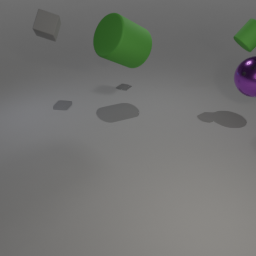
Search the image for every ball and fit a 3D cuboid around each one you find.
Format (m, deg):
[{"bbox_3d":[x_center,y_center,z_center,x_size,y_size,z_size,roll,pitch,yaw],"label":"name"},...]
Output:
[{"bbox_3d":[4.402,-1.763,9.664,1.400,1.400,1.400,0,30,0],"label":"ball"}]

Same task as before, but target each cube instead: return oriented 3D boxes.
[{"bbox_3d":[-2.697,-3.422,9.369,0.700,0.700,0.700,16,-3,-8],"label":"cube"}]

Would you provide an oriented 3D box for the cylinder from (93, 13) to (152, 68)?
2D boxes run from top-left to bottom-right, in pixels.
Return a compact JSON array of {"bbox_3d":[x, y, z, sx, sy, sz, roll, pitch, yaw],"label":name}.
[{"bbox_3d":[-0.169,-2.803,9.142,1.400,1.400,1.400,8,16,-47],"label":"cylinder"}]

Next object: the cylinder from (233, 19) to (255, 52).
[{"bbox_3d":[3.684,-2.780,8.423,0.700,0.700,0.700,38,18,-14],"label":"cylinder"}]
